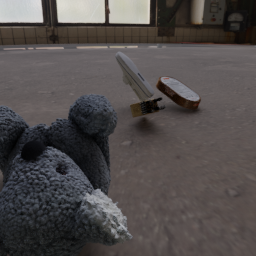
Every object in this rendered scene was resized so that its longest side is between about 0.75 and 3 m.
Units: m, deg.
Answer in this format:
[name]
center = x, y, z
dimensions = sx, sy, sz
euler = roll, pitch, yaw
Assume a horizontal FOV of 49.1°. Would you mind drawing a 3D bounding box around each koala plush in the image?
[koala plush]
center = -0.855, 0.760, 3.228
dimensions = 1.876, 1.944, 2.115
euler = -10, 16, -9

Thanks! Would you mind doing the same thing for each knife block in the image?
[knife block]
center = 0.708, -0.650, 8.566
dimensions = 1.143, 0.417, 1.302
euler = -11, 2, 24

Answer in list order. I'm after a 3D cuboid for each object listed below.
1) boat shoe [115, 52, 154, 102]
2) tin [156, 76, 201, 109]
[boat shoe]
center = 0.127, -1.900, 10.591
dimensions = 0.686, 2.089, 0.752
euler = -38, 6, 28
[tin]
center = 1.899, -1.378, 10.572
dimensions = 1.091, 0.408, 1.948
euler = -10, 43, -42
